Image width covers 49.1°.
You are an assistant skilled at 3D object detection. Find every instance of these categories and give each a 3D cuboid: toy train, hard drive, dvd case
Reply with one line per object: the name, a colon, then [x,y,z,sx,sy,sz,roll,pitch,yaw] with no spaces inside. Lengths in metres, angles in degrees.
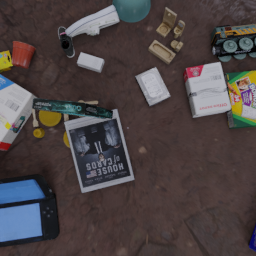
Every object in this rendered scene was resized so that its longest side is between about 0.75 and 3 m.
toy train: [4.093,-3.207,10.260,2.151,0.916,1.226,-8,73,-1]
hard drive: [0.907,-1.513,10.311,0.869,0.235,1.244,-24,83,-3]
dvd case: [-0.988,0.791,9.762,1.918,0.316,2.552,-14,90,-2]

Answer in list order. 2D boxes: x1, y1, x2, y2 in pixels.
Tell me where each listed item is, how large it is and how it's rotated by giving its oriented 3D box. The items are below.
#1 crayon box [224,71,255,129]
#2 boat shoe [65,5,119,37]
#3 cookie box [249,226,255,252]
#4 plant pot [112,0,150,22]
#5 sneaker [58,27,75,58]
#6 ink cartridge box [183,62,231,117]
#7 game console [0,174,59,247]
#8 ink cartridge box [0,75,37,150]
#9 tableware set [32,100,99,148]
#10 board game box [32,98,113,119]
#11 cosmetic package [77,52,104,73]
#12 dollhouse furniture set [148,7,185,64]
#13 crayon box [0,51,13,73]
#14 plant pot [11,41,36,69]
crayon box: [4.410,-1.032,10.060,1.704,0.576,1.975,-6,82,-1]
boat shoe: [-1.277,-3.780,10.351,2.062,0.759,0.689,-27,103,1]
cookie box: [5.926,3.423,9.156,2.945,1.107,2.519,22,81,2]
plant pot: [0.128,-4.865,10.302,1.482,1.189,1.482,0,82,0]
sneaker: [-2.324,-3.295,10.364,0.444,0.623,1.257,-20,81,-1]
ink cartridge box: [2.799,-1.328,10.029,1.261,0.724,1.737,-10,82,-1]
game console: [-3.739,2.758,9.072,2.559,1.489,2.250,-8,82,-1]
ink cartridge box: [-4.597,-0.329,9.784,1.598,0.925,2.750,31,83,4]
tableware set: [-2.146,-0.079,10.054,2.510,0.385,1.691,-6,90,-3]
board game box: [-1.387,-0.489,7.584,1.413,2.090,0.294,6,90,15]
cosmetic package: [-1.381,-2.427,10.394,0.901,0.333,0.458,19,82,4]
dollhouse furniture set: [1.433,-3.305,10.156,1.203,1.031,1.265,37,84,5]
crayon box: [-4.801,-2.412,10.419,1.024,0.260,0.650,-17,82,-2]
plant pot: [-3.865,-2.635,10.227,0.812,0.812,0.789,12,90,2]
